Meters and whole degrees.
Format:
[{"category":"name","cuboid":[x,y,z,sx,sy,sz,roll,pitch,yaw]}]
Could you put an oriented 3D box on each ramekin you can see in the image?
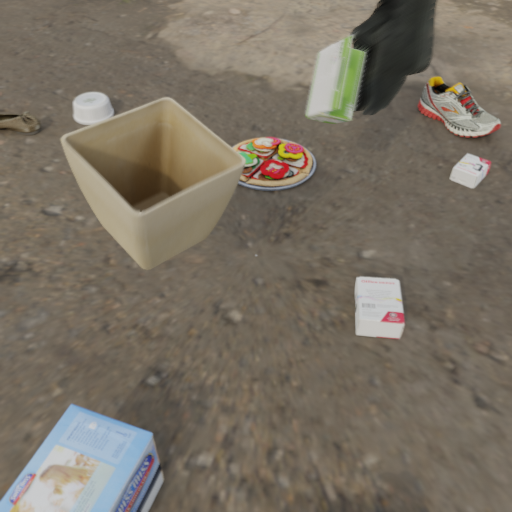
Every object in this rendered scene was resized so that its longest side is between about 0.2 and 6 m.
[{"category":"ramekin","cuboid":[-4.101,-3.714,14.019,1.002,0.467,1.002,0,43,0]}]

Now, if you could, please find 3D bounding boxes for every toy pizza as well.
[{"category":"toy pizza","cuboid":[0.277,-2.138,12.357,2.088,0.331,2.088,0,42,0]}]

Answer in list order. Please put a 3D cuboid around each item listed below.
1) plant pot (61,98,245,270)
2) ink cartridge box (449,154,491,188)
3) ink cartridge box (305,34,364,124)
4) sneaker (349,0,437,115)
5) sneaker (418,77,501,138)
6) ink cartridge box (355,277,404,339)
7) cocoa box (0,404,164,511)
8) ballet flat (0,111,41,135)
[{"category":"plant pot","cuboid":[-1.291,-0.796,7.105,1.595,1.412,1.593,-31,61,-31]},{"category":"ink cartridge box","cuboid":[4.603,-1.829,12.022,0.564,0.327,0.765,28,47,28]},{"category":"ink cartridge box","cuboid":[1.248,-2.511,8.141,0.530,1.034,1.399,9,8,-14]},{"category":"sneaker","cuboid":[2.358,-4.099,9.928,1.522,2.918,0.876,-18,30,-17]},{"category":"sneaker","cuboid":[4.872,-3.593,13.531,0.894,0.943,2.296,-26,49,-26]},{"category":"ink cartridge box","cuboid":[1.958,0.823,8.989,0.716,0.415,0.970,5,40,5]},{"category":"cocoa box","cuboid":[-1.968,2.794,6.233,1.163,1.145,1.745,14,44,15]},{"category":"ballet flat","cuboid":[-6.252,-3.282,13.516,2.128,0.493,0.717,6,42,7]}]
